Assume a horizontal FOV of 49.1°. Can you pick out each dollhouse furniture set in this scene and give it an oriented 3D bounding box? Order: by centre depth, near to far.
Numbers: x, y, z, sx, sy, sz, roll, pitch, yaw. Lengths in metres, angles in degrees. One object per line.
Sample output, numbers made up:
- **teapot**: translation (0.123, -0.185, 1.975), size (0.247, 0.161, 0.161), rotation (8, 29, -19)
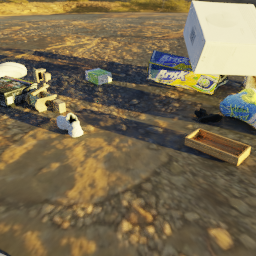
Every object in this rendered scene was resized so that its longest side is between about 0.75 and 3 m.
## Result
- **dollhouse furniture set**: translation (-3.044, -1.313, 10.029), size (0.843, 1.341, 1.516), rotation (-22, 34, -35)

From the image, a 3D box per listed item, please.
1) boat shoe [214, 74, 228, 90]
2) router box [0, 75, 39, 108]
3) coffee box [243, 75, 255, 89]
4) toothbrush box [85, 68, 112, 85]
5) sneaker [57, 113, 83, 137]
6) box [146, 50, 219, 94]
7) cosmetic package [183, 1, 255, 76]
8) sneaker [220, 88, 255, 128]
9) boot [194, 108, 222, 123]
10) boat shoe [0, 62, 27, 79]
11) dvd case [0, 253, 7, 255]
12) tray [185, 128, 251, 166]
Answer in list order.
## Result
- **boat shoe**: translation (3.787, -2.081, 12.313), size (1.778, 0.553, 0.663), rotation (-27, 38, -31)
- **router box**: translation (-4.818, -1.493, 11.154), size (1.975, 0.614, 1.480), rotation (17, 32, 29)
- **coffee box**: translation (6.047, -2.196, 12.080), size (1.795, 1.015, 0.717), rotation (6, 29, 12)
- **toothbrush box**: translation (-1.380, -2.416, 13.104), size (0.777, 0.459, 1.067), rotation (-22, 36, -35)
- **sneaker**: translation (-1.820, -0.224, 8.704), size (0.494, 0.630, 1.268), rotation (-23, 35, -37)
- **box**: translation (2.244, -2.318, 11.553), size (2.816, 0.905, 0.987), rotation (14, 50, 6)
- **cosmetic package**: translation (3.601, -3.347, 10.476), size (2.477, 1.523, 2.470), rotation (1, 55, -5)
- **sneaker**: translation (3.760, -0.460, 9.150), size (1.309, 0.944, 2.492), rotation (-12, 24, 16)
- **boot**: translation (2.711, -0.452, 9.495), size (0.787, 0.300, 0.661), rotation (-7, 32, 0)
- **boat shoe**: translation (-5.918, -2.274, 12.570), size (2.659, 0.943, 0.928), rotation (-8, 55, -22)
- **dvd case**: translation (-2.061, 2.654, 3.459), size (2.993, 0.370, 2.249), rotation (12, 29, 21)
- **tray**: translation (2.441, 0.492, 7.717), size (1.560, 0.289, 0.769), rotation (22, 35, 38)
